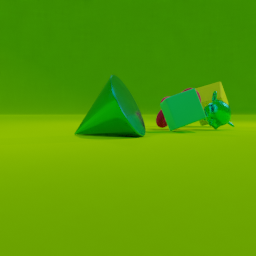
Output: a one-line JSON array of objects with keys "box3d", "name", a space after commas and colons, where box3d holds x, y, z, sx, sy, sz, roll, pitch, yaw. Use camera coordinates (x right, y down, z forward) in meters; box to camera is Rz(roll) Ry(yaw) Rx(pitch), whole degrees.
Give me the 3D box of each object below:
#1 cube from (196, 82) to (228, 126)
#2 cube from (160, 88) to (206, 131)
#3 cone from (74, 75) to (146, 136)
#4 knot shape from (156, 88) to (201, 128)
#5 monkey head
[{"box3d": [2.733, -0.792, 9.252, 0.940, 0.940, 0.940, -14, 36, 27], "name": "cube"}, {"box3d": [1.272, -0.412, 6.609, 0.730, 0.730, 0.730, -20, -3, -6], "name": "cube"}, {"box3d": [-0.530, -0.156, 5.511, 1.302, 1.297, 1.297, -27, -5, 16], "name": "cone"}, {"box3d": [1.411, -0.577, 7.568, 1.285, 0.634, 1.373, -19, 22, 45], "name": "knot shape"}, {"box3d": [2.367, -0.409, 7.571, 0.693, 1.149, 0.827, -32, 13, 0], "name": "monkey head"}]
